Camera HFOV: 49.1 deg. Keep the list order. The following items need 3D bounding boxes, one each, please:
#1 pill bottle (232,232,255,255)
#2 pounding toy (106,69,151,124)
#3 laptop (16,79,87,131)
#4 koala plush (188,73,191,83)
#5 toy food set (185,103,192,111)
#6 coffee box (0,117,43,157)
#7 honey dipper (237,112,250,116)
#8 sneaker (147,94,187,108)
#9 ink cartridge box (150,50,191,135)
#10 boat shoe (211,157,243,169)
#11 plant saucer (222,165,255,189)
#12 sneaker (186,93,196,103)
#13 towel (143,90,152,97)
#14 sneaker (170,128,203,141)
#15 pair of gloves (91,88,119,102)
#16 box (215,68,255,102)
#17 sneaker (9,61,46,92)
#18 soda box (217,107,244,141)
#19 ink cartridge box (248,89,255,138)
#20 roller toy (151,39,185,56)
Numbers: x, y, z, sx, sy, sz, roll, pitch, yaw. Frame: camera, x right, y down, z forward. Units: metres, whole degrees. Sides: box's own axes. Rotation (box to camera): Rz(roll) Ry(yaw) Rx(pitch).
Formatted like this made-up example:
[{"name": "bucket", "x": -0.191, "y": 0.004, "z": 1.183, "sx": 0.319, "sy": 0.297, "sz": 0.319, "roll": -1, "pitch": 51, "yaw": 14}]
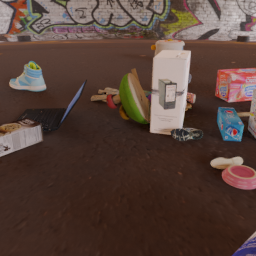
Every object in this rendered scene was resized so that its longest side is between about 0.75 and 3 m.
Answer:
[{"name": "pill bottle", "x": 2.308, "y": 2.135, "z": 3.796, "sx": 2.686, "sy": 1.608, "sz": 1.608, "roll": -18, "pitch": 29, "yaw": -37}, {"name": "pounding toy", "x": -0.003, "y": -1.125, "z": 11.763, "sx": 1.303, "sy": 2.167, "sz": 2.807, "roll": -22, "pitch": 17, "yaw": 16}, {"name": "laptop", "x": -3.189, "y": -1.002, "z": 11.581, "sx": 2.866, "sy": 1.480, "sz": 2.540, "roll": -1, "pitch": 22, "yaw": -3}, {"name": "koala plush", "x": 2.242, "y": -2.119, "z": 14.529, "sx": 1.620, "sy": 1.679, "sz": 1.827, "roll": 27, "pitch": 37, "yaw": -7}, {"name": "toy food set", "x": 2.661, "y": -1.036, "z": 13.341, "sx": 0.773, "sy": 0.190, "sz": 0.781, "roll": -14, "pitch": 26, "yaw": -31}, {"name": "coffee box", "x": -3.898, "y": 0.275, "z": 9.515, "sx": 0.971, "sy": 0.686, "sz": 1.719, "roll": 17, "pitch": 28, "yaw": 36}, {"name": "honey dipper", "x": 5.703, "y": -0.628, "z": 11.949, "sx": 2.856, "sy": 0.542, "sz": 0.542, "roll": -1, "pitch": 22, "yaw": 2}, {"name": "sneaker", "x": 1.648, "y": -1.318, "z": 12.799, "sx": 2.031, "sy": 0.817, "sz": 0.898, "roll": 17, "pitch": -8, "yaw": 42}, {"name": "ink cartridge box", "x": 1.643, "y": -1.438, "z": 10.787, "sx": 1.196, "sy": 2.847, "sz": 2.071, "roll": 6, "pitch": 23, "yaw": 13}, {"name": "boat shoe", "x": 2.903, "y": 1.051, "z": 8.298, "sx": 0.937, "sy": 0.341, "sz": 0.289, "roll": -7, "pitch": -21, "yaw": 0}, {"name": "plant saucer", "x": 3.098, "y": 1.289, "z": 7.638, "sx": 1.003, "sy": 0.254, "sz": 1.003, "roll": 1, "pitch": 23, "yaw": 0}, {"name": "sneaker", "x": 3.027, "y": -1.549, "z": 14.221, "sx": 0.639, "sy": 0.460, "sz": 1.222, "roll": 4, "pitch": 15, "yaw": 0}, {"name": "towel", "x": 0.840, "y": -1.952, "z": 15.640, "sx": 1.205, "sy": 0.131, "sz": 0.883, "roll": 16, "pitch": 26, "yaw": 34}, {"name": "sneaker", "x": 2.082, "y": 0.214, "z": 10.146, "sx": 1.166, "sy": 0.452, "sz": 0.503, "roll": 4, "pitch": 10, "yaw": -7}, {"name": "pair of gloves", "x": -0.929, "y": -1.832, "z": 15.069, "sx": 1.696, "sy": 0.350, "sz": 1.994, "roll": 6, "pitch": 22, "yaw": 14}, {"name": "box", "x": 6.273, "y": -2.303, "z": 14.757, "sx": 2.881, "sy": 1.478, "sz": 1.364, "roll": -6, "pitch": 23, "yaw": -12}, {"name": "sneaker", "x": -5.957, "y": -3.104, "z": 16.399, "sx": 2.566, "sy": 1.675, "sz": 1.021, "roll": 9, "pitch": 25, "yaw": 21}, {"name": "soda box", "x": 3.850, "y": -0.193, "z": 10.675, "sx": 0.625, "sy": 0.661, "sz": 1.947, "roll": 4, "pitch": 23, "yaw": 9}, {"name": "ink cartridge box", "x": 5.187, "y": -0.478, "z": 10.070, "sx": 1.208, "sy": 1.670, "sz": 1.213, "roll": -1, "pitch": 22, "yaw": 5}, {"name": "roller toy", "x": 3.787, "y": -7.109, "z": 25.629, "sx": 2.637, "sy": 2.020, "sz": 2.891, "roll": -12, "pitch": 25, "yaw": -27}]
